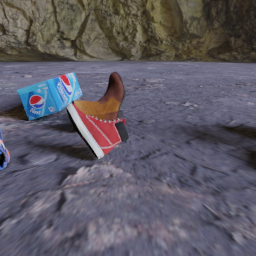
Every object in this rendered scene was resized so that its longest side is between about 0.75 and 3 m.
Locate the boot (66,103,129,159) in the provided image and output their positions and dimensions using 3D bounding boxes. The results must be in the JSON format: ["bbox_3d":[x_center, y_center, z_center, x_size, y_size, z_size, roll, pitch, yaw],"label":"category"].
[{"bbox_3d":[-0.551,-0.116,5.270,0.856,1.187,0.430,-35,-12,-18],"label":"boot"}]

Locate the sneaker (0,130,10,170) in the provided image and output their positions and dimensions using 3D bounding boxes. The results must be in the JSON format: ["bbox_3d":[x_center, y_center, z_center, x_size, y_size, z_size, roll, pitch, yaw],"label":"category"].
[{"bbox_3d":[-2.134,0.288,4.483,0.341,0.906,0.355,-24,33,-13],"label":"sneaker"}]

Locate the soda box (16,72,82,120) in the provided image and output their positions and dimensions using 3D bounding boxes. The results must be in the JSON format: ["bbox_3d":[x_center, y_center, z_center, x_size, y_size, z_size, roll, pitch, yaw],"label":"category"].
[{"bbox_3d":[-2.359,-1.123,9.003,0.983,0.929,2.897,-16,15,8],"label":"soda box"}]

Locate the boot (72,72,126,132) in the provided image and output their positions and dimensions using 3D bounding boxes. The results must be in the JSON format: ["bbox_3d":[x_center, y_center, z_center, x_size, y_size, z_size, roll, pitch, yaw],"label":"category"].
[{"bbox_3d":[-0.784,-0.691,7.017,1.492,1.405,0.511,-10,24,-41],"label":"boot"}]
